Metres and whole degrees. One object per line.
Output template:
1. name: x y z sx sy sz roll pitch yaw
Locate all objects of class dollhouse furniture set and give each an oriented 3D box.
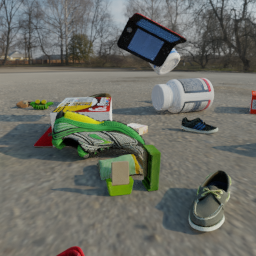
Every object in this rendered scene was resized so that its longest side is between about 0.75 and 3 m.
1. dollhouse furniture set: -0.081 0.771 6.845 1.208 0.925 1.843 -3 15 -13

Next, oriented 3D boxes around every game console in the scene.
1. game console: 0.872 -3.442 11.292 2.251 1.940 1.336 23 35 -14

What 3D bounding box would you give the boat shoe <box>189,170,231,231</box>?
1. boat shoe: 1.616 1.344 5.428 0.643 0.538 1.799 8 17 28

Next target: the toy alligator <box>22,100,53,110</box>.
1. toy alligator: -5.016 -1.233 15.463 1.772 0.525 0.481 1 55 4

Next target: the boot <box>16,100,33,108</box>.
1. boot: -6.089 -1.418 16.365 1.174 0.412 0.858 -12 13 -42

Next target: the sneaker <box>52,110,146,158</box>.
1. sneaker: -0.860 0.431 8.337 2.846 1.212 1.110 11 -26 -1

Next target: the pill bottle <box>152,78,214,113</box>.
1. pill bottle: 2.805 -1.693 14.633 2.914 1.742 1.742 -6 16 -23

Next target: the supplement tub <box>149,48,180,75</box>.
1. supplement tub: 1.578 -4.171 15.071 1.530 2.319 1.530 -30 -16 -9

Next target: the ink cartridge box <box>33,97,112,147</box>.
1. ink cartridge box: -1.893 -0.311 10.351 2.579 1.232 2.938 -1 15 -3

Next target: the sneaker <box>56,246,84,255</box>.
1. sneaker: -0.281 1.806 2.770 1.725 0.996 0.676 3 15 9

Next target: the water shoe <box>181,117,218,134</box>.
1. water shoe: 2.795 -0.125 10.968 1.433 0.565 0.512 6 16 21

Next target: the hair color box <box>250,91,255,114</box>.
1. hair color box: 6.876 -1.403 14.984 0.604 1.001 1.972 6 16 22

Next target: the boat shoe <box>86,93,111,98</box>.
1. boat shoe: -1.871 -1.719 16.729 0.680 0.725 2.014 16 24 41

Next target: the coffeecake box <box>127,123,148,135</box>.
1. coffeecake box: 0.296 0.040 10.911 0.753 0.275 0.578 11 18 37
